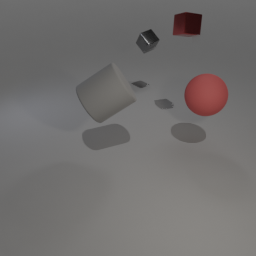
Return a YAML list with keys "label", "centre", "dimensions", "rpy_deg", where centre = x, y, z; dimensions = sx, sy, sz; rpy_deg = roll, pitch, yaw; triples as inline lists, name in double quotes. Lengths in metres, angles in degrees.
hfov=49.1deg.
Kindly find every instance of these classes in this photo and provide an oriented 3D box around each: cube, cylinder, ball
- label: "cube"
  centre: [2.054, -3.574, 9.725]
  dimensions: [0.700, 0.700, 0.700]
  rpy_deg: [-3, 14, -24]
- label: "cube"
  centre: [0.919, -4.073, 13.173]
  dimensions: [0.700, 0.700, 0.700]
  rpy_deg: [-31, 79, -27]
- label: "cylinder"
  centre: [-0.672, -1.090, 8.806]
  dimensions: [1.400, 1.400, 1.400]
  rpy_deg: [-31, 30, 10]
- label: "ball"
  centre: [2.577, -1.089, 9.266]
  dimensions: [1.400, 1.400, 1.400]
  rpy_deg: [0, 30, 0]
